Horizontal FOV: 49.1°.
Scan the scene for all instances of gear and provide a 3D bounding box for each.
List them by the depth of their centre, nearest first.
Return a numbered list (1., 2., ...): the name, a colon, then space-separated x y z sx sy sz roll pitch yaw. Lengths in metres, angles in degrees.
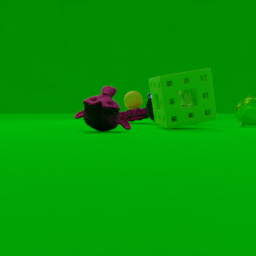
1. gear: 0.283 -0.524 11.593 1.447 0.268 1.447 -9 -9 -1

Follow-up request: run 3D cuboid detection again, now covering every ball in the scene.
1. ball: 0.225 -1.163 11.890 0.801 0.801 0.801 0 3 0

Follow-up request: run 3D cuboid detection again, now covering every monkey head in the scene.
1. monkey head: -0.563 -0.436 6.618 1.418 0.855 1.020 12 45 9

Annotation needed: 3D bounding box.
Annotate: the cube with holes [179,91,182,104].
1. cube with holes: 2.226 -0.992 10.563 1.098 1.098 1.098 -27 17 -21

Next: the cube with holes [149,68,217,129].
1. cube with holes: 1.484 -0.844 7.905 1.368 1.368 1.368 -11 8 -7

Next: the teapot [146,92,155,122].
1. teapot: 1.207 -0.792 10.146 0.895 1.827 1.136 -14 -33 -34

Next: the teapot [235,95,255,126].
1. teapot: 3.868 -0.633 8.659 1.007 1.619 0.793 18 46 1
